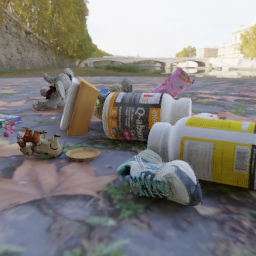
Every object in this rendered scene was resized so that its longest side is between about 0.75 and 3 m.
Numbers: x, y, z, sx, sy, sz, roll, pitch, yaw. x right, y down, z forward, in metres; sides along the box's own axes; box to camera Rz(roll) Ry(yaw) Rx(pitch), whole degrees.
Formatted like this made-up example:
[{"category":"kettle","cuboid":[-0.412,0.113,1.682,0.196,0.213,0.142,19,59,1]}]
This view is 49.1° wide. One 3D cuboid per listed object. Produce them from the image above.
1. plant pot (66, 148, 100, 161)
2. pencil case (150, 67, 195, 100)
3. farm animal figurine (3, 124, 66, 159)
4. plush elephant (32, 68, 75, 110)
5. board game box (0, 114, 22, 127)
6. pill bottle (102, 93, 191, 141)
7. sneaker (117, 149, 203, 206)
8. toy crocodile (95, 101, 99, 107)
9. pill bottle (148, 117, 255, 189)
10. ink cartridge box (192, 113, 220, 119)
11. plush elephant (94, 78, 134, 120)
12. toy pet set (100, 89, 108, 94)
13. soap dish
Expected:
[{"category":"plant pot","cuboid":[-1.335,0.791,8.333,0.998,0.137,0.998,1,14,0]},{"category":"pencil case","cuboid":[1.900,-1.727,13.824,2.776,1.214,1.214,-42,21,-4]},{"category":"farm animal figurine","cuboid":[-2.889,0.475,8.413,1.401,0.872,1.735,13,-3,-44]},{"category":"plush elephant","cuboid":[-4.146,-2.308,16.368,2.763,2.139,2.276,9,34,3]},{"category":"board game box","cuboid":[-5.929,-0.362,12.773,1.705,0.294,1.154,6,15,24]},{"category":"pill bottle","cuboid":[0.705,-0.386,9.864,2.915,1.696,1.696,3,14,16]},{"category":"sneaker","cuboid":[0.546,1.145,5.744,1.013,0.911,2.348,-19,13,-23]},{"category":"toy crocodile","cuboid":[-1.564,-1.369,16.851,0.486,0.444,1.438,-12,22,-41]},{"category":"pill bottle","cuboid":[1.869,0.502,6.681,2.609,1.461,1.461,7,15,27]},{"category":"ink cartridge box","cuboid":[3.382,-0.324,12.230,0.819,0.477,1.131,11,17,38]},{"category":"plush elephant","cuboid":[-0.692,-1.122,12.533,1.930,2.053,2.492,23,-6,27]},{"category":"toy pet set","cuboid":[-1.168,-2.335,19.724,1.574,0.895,1.686,0,13,-1]},{"category":"soap dish","cuboid":[-2.026,-0.955,11.673,1.116,2.162,2.748,14,10,-15]}]
